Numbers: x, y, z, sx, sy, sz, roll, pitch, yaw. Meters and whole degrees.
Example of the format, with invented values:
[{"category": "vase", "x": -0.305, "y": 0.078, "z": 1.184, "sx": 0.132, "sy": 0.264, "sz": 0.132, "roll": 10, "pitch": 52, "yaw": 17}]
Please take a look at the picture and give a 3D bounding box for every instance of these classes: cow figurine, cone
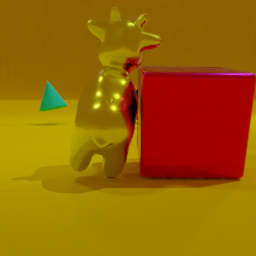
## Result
[{"category": "cow figurine", "x": -0.169, "y": -0.405, "z": 3.005, "sx": 0.815, "sy": 1.461, "sz": 1.485, "roll": 12, "pitch": 38, "yaw": -6}, {"category": "cone", "x": -2.497, "y": -1.074, "z": 9.016, "sx": 0.914, "sy": 0.917, "sz": 0.914, "roll": -12, "pitch": 2, "yaw": 0}]

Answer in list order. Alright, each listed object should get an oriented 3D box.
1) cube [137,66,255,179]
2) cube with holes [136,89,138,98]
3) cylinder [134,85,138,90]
[{"category": "cube", "x": 0.680, "y": -0.135, "z": 3.309, "sx": 1.100, "sy": 1.100, "sz": 1.100, "roll": 1, "pitch": 15, "yaw": 0}, {"category": "cube with holes", "x": 0.411, "y": -0.845, "z": 9.358, "sx": 0.766, "sy": 0.766, "sz": 0.766, "roll": -43, "pitch": 2, "yaw": 19}, {"category": "cylinder", "x": 0.397, "y": -1.200, "z": 11.478, "sx": 0.862, "sy": 0.862, "sz": 0.862, "roll": 2, "pitch": 33, "yaw": -1}]
